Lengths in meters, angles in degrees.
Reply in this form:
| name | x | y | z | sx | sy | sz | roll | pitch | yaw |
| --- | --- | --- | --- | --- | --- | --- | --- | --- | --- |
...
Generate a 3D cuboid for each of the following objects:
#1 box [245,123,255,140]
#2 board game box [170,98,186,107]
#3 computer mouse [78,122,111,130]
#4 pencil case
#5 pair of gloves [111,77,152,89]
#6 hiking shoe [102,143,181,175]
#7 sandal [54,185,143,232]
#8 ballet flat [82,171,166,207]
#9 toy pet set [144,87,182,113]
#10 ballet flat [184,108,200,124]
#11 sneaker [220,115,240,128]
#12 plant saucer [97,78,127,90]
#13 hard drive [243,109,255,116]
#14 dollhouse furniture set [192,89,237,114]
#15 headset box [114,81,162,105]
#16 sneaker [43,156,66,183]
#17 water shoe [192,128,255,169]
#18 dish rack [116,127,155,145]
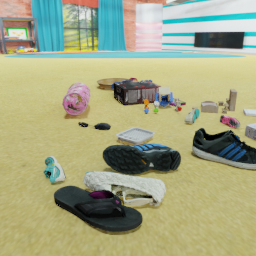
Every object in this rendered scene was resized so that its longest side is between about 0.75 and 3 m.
| name | x | y | z | sx | sy | sz | roll | pitch | yaw |
| --- | --- | --- | --- | --- | --- | --- | --- | --- | --- |
| box | 4.932 | 0.157 | 10.193 | 0.951 | 0.460 | 0.839 | -10 | 24 | -23 |
| board game box | 2.436 | -1.384 | 14.910 | 0.712 | 0.191 | 1.186 | -6 | 20 | -27 |
| computer mouse | -1.373 | -0.150 | 11.334 | 1.500 | 0.255 | 0.440 | 8 | 22 | 21 |
| pencil case | -2.412 | -1.444 | 13.269 | 1.085 | 1.134 | 2.621 | 42 | 10 | -17 |
| pair of gloves | 0.261 | -2.632 | 17.048 | 2.451 | 0.279 | 1.971 | -1 | -7 | -43 |
| hiking shoe | 0.353 | 0.838 | 8.017 | 2.209 | 0.822 | 0.958 | 6 | 10 | -9 |
| sandal | -0.737 | 1.610 | 6.013 | 2.226 | 0.533 | 0.837 | 11 | 23 | 29 |
| ballet flat | -0.145 | 1.416 | 6.449 | 2.029 | 0.728 | 0.728 | 3 | 20 | 10 |
| toy pet set | 1.677 | -1.160 | 13.786 | 1.752 | 0.931 | 1.636 | -2 | 54 | 4 |
| ballet flat | 2.763 | -0.544 | 12.151 | 0.443 | 0.479 | 1.421 | -1 | 17 | 26 |
| sneaker | 4.308 | -0.277 | 11.563 | 0.517 | 0.428 | 1.083 | 4 | 18 | -23 |
| plant saucer | -0.872 | -2.955 | 18.850 | 2.467 | 0.437 | 2.467 | 0 | 20 | 0 |
| hard drive | 6.014 | -0.693 | 12.986 | 1.169 | 0.156 | 0.771 | 5 | 20 | 12 |
| dollhouse furniture set | 4.234 | -1.450 | 13.857 | 2.034 | 0.993 | 1.735 | 4 | 20 | 11 |
| headset box | 0.612 | -1.982 | 15.438 | 2.419 | 0.907 | 1.798 | -7 | 21 | -19 |
| sneaker | -2.079 | 1.113 | 7.601 | 0.461 | 0.449 | 1.157 | -20 | 27 | -25 |
| water shoe | 3.092 | 0.564 | 8.324 | 2.367 | 0.934 | 0.846 | 8 | 21 | 22 |
| dish rack | 0.275 | 0.314 | 10.035 | 1.027 | 0.261 | 1.197 | 14 | 24 | 36 |
